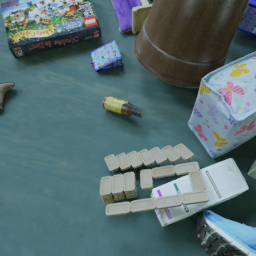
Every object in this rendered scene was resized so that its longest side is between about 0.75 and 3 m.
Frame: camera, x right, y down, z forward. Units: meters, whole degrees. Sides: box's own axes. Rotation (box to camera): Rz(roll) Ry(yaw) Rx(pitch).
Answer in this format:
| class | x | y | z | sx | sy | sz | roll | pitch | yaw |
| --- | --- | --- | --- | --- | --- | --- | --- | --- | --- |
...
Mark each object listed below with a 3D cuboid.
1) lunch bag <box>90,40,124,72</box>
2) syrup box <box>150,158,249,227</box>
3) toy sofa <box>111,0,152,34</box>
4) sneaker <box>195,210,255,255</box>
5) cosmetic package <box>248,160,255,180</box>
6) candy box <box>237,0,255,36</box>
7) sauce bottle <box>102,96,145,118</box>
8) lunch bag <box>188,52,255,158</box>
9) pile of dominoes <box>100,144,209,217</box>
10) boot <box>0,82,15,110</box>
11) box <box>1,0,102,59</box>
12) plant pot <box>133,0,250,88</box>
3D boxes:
| class | x | y | z | sx | sy | sz | roll | pitch | yaw |
| --- | --- | --- | --- | --- | --- | --- | --- | --- | --- |
| lunch bag | -0.685 | -2.094 | 8.348 | 0.933 | 0.439 | 0.703 | -19 | 68 | 1 |
| syrup box | 1.563 | 1.473 | 6.381 | 2.002 | 0.788 | 0.815 | -19 | 66 | -8 |
| toy sofa | 0.021 | -4.210 | 9.036 | 1.102 | 0.935 | 2.258 | -13 | 65 | -7 |
| sneaker | 2.707 | 2.455 | 5.961 | 2.700 | 1.058 | 1.214 | 28 | 53 | 6 |
| cosmetic package | 3.998 | 1.175 | 6.402 | 2.018 | 1.043 | 0.880 | 34 | 69 | 14 |
| candy box | 4.581 | -3.980 | 8.518 | 2.982 | 1.149 | 2.522 | 18 | 70 | -2 |
| sauce bottle | -0.117 | -0.539 | 7.466 | 1.173 | 0.387 | 0.387 | 19 | 65 | 22 |
| lunch bag | 2.912 | -0.612 | 6.658 | 2.464 | 2.089 | 1.566 | -27 | 65 | -13 |
| pile of dominoes | 0.517 | 1.195 | 6.418 | 2.294 | 0.365 | 1.788 | -10 | 38 | 8 |
| boot | -3.592 | -0.840 | 7.787 | 0.981 | 0.345 | 0.717 | -15 | 72 | -6 |
| box | -2.431 | -3.411 | 8.876 | 2.783 | 0.525 | 1.901 | -17 | 66 | -8 |
| plant pot | 1.700 | -2.877 | 7.024 | 2.685 | 2.658 | 2.685 | 7 | 52 | -8 |
